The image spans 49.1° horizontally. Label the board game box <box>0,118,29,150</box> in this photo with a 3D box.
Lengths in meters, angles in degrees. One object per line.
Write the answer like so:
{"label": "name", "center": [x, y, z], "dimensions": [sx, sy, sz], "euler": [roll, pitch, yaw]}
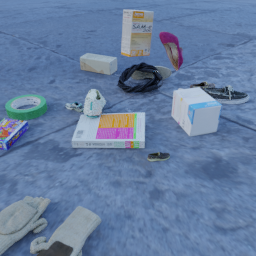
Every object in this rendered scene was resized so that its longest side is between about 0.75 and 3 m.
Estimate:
{"label": "board game box", "center": [-4.435, 0.200, 10.177], "dimensions": [0.980, 0.326, 1.458], "euler": [6, 33, 10]}

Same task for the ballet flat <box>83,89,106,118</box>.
{"label": "ballet flat", "center": [-1.339, -1.138, 11.330], "dimensions": [0.898, 0.898, 2.501], "euler": [-3, 19, -5]}

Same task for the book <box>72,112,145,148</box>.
{"label": "book", "center": [-0.628, 0.092, 10.158], "dimensions": [2.487, 0.598, 1.661], "euler": [1, 34, 4]}

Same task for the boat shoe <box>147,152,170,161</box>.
{"label": "boat shoe", "center": [1.017, 0.911, 9.139], "dimensions": [0.774, 0.251, 0.283], "euler": [-10, 34, -15]}

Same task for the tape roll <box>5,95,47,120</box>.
{"label": "tape roll", "center": [-4.276, -0.896, 11.831], "dimensions": [1.627, 0.391, 1.627], "euler": [-1, 33, 0]}

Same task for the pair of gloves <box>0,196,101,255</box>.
{"label": "pair of gloves", "center": [-2.090, 2.539, 6.459], "dimensions": [2.474, 0.434, 2.104], "euler": [12, 38, 21]}

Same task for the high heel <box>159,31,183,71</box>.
{"label": "high heel", "center": [1.717, -3.078, 11.265], "dimensions": [0.643, 0.916, 1.910], "euler": [4, -12, 29]}

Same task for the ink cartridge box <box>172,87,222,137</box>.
{"label": "ink cartridge box", "center": [2.522, -0.725, 10.805], "dimensions": [1.159, 1.190, 1.851], "euler": [-9, 35, -15]}

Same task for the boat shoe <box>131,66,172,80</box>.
{"label": "boat shoe", "center": [1.209, -2.990, 14.755], "dimensions": [2.132, 0.775, 0.669], "euler": [-2, 36, 5]}

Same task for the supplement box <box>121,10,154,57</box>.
{"label": "supplement box", "center": [0.361, -3.745, 11.096], "dimensions": [1.075, 1.706, 0.627], "euler": [-14, 30, -33]}

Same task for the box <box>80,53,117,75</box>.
{"label": "box", "center": [-1.636, -3.601, 15.695], "dimensions": [1.935, 0.752, 0.919], "euler": [15, 36, 22]}

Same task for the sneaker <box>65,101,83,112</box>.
{"label": "sneaker", "center": [-2.292, -0.985, 11.965], "dimensions": [0.894, 0.386, 0.347], "euler": [14, 35, 21]}

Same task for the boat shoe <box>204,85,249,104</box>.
{"label": "boat shoe", "center": [4.425, -1.553, 12.550], "dimensions": [2.071, 0.707, 0.765], "euler": [3, 33, 5]}

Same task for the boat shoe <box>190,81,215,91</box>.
{"label": "boat shoe", "center": [3.596, -1.973, 13.448], "dimensions": [1.499, 0.446, 0.539], "euler": [-13, 35, -20]}

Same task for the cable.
{"label": "cable", "center": [0.496, -2.463, 13.654], "dimensions": [2.250, 0.571, 1.835], "euler": [-14, 57, -4]}
